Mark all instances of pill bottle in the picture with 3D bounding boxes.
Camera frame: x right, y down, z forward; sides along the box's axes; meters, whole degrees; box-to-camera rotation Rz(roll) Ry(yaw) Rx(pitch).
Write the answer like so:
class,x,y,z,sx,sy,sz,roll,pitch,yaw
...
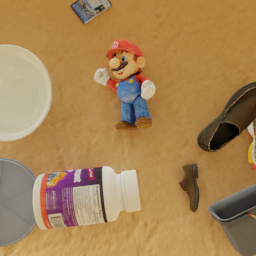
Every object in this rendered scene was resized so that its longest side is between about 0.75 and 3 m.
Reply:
class,x,y,z,sx,sy,sz,roll,pitch,yaw
pill bottle,-1.071,1.884,7.799,2.730,1.521,1.521,-6,82,-2

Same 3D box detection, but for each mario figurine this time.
class,x,y,z,sx,sy,sz,roll,pitch,yaw
mario figurine,-0.145,-1.301,8.313,1.708,1.466,2.766,-9,83,-1

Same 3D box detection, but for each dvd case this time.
class,x,y,z,sx,sy,sz,roll,pitch,yaw
dvd case,-1.236,-4.104,9.388,1.155,0.101,0.824,-36,82,-5

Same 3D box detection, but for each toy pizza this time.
class,x,y,z,sx,sy,sz,roll,pitch,yaw
toy pizza,-3.769,2.172,8.295,2.585,0.410,2.585,0,86,0

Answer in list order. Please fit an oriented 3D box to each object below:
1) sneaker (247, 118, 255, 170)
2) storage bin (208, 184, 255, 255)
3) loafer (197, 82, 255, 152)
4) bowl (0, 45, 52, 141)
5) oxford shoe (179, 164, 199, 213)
class,x,y,z,sx,sy,sz,roll,pitch,yaw
sneaker,4.120,0.109,8.221,0.905,0.955,2.324,8,65,-1
storage bin,3.593,2.609,7.832,2.055,1.495,1.380,-25,93,-4
loafer,3.126,-0.186,8.051,0.938,0.917,2.570,36,104,-9
bowl,-3.344,-0.961,8.287,2.686,1.207,2.686,0,89,5
oxford shoe,1.829,1.795,8.375,0.601,0.517,1.423,-4,75,10
